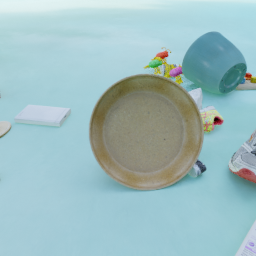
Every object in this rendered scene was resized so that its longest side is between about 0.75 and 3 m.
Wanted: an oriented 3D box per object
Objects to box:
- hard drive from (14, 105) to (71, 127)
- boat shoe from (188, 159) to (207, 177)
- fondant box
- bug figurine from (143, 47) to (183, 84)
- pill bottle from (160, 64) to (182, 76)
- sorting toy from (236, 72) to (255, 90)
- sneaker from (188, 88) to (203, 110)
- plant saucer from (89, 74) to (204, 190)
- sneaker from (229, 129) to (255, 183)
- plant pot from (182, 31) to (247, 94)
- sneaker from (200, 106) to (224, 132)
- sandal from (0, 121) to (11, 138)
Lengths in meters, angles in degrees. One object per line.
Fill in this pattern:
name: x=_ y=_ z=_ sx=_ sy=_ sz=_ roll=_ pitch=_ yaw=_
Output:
hard drive: x=-2.715 y=-0.413 z=9.013 sx=1.495 sy=0.199 sz=0.986 roll=5 pitch=31 yaw=9
boat shoe: x=1.406 y=0.700 z=6.893 sx=0.421 sy=0.455 sz=1.233 roll=-22 pitch=37 yaw=-26
fondant box: x=3.116 y=1.944 z=4.497 sx=1.974 sy=0.797 sz=2.736 roll=24 pitch=39 yaw=34
bug figurine: x=1.890 y=-2.669 z=11.955 sx=2.472 sy=0.636 sz=1.917 roll=32 pitch=43 yaw=25
pill bottle: x=1.893 y=-2.497 z=12.155 sx=0.978 sy=0.544 sz=0.544 roll=-5 pitch=31 yaw=-8
sorting toy: x=4.807 y=-2.009 z=11.510 sx=2.576 sy=0.351 sz=1.450 roll=-4 pitch=31 yaw=-5
sneaker: x=2.185 y=-0.885 z=9.616 sx=0.654 sy=0.556 sz=1.479 roll=-7 pitch=26 yaw=22
plant saucer: x=0.414 y=0.083 z=6.470 sx=2.620 sy=2.620 sz=0.464 roll=-4 pitch=-3 yaw=-7
sneaker: x=3.385 y=0.303 z=6.812 sx=1.167 sy=1.232 sz=2.999 roll=22 pitch=38 yaw=32
plant pot: x=3.336 y=-2.260 z=10.443 sx=2.081 sy=2.081 sz=1.670 roll=-16 pitch=47 yaw=-24
sneaker: x=2.177 y=-0.152 z=8.225 sx=1.573 sy=0.615 sz=0.710 roll=-23 pitch=51 yaw=-23
sandal: x=-4.362 y=0.060 z=7.620 sx=0.905 sy=0.812 sz=2.467 roll=22 pitch=37 yaw=32
